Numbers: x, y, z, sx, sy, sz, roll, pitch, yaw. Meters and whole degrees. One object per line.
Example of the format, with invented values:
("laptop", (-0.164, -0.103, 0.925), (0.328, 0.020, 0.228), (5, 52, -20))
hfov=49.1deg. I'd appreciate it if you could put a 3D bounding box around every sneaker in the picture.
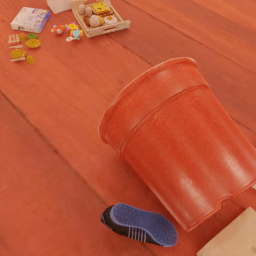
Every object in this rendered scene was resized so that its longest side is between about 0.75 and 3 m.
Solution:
("sneaker", (0.249, 2.191, 6.290), (1.821, 0.709, 0.639), (31, 53, -18))

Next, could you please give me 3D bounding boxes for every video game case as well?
("video game case", (-4.005, -4.481, 11.601), (1.171, 0.294, 1.292), (9, 54, 7))

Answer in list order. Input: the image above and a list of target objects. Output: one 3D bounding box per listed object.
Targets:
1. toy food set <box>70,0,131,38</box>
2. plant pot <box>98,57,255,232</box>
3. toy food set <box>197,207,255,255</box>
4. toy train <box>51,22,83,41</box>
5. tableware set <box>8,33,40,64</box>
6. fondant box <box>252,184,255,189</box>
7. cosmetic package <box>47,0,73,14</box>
("toy food set", (-1.178, -4.724, 11.504), (1.752, 0.738, 2.442), (-20, 56, -14))
("plant pot", (1.346, 0.492, 6.452), (2.999, 2.999, 2.916), (-28, 66, -20))
("toy food set", (2.634, 2.748, 6.129), (1.883, 0.569, 1.351), (-26, 57, -28))
("toy train", (-2.336, -3.692, 10.999), (0.992, 0.367, 1.320), (-33, 57, -21))
("tableware set", (-3.861, -3.004, 10.559), (1.150, 0.262, 1.706), (-13, 53, -13))
("fondant box", (4.426, 1.159, 7.145), (2.390, 0.696, 1.724), (28, 58, 18))
("cosmetic package", (-2.955, -5.646, 12.130), (1.011, 0.841, 0.846), (-26, 58, -17))
